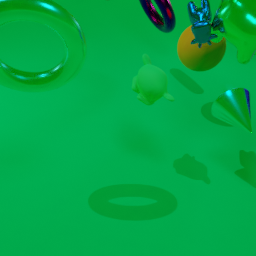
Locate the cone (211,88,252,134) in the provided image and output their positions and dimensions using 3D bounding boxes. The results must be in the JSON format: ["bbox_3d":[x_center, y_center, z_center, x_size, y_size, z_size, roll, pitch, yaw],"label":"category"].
[{"bbox_3d":[2.312,-0.206,5.743,0.885,0.885,0.889,-9,48,-10],"label":"cone"}]

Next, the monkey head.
[{"bbox_3d":[0.571,-0.942,6.020,0.892,0.747,1.240,-6,62,-49],"label":"monkey head"}]

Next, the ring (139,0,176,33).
[{"bbox_3d":[0.896,-3.936,9.060,0.381,1.905,1.905,-36,47,0],"label":"ring"}]

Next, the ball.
[{"bbox_3d":[2.038,-2.239,7.786,1.313,1.313,1.313,0,41,0],"label":"ball"}]

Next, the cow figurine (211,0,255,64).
[{"bbox_3d":[1.955,-2.112,4.871,0.878,1.574,1.600,-32,65,-15],"label":"cow figurine"}]

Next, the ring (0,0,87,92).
[{"bbox_3d":[-1.592,-1.275,4.551,1.839,1.839,0.368,-7,55,-8],"label":"ring"}]

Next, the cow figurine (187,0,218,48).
[{"bbox_3d":[1.425,-1.999,5.396,0.508,0.911,0.925,-10,7,22],"label":"cow figurine"}]
